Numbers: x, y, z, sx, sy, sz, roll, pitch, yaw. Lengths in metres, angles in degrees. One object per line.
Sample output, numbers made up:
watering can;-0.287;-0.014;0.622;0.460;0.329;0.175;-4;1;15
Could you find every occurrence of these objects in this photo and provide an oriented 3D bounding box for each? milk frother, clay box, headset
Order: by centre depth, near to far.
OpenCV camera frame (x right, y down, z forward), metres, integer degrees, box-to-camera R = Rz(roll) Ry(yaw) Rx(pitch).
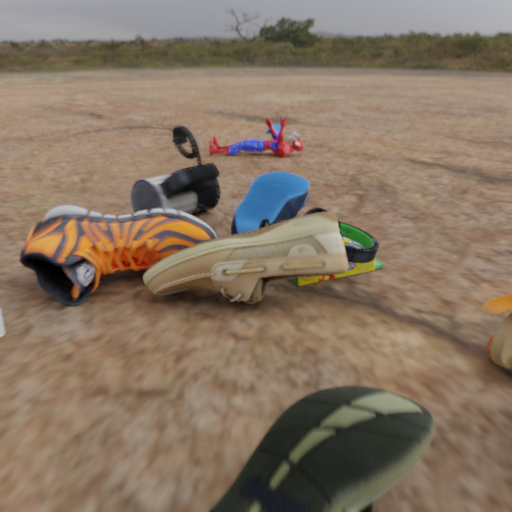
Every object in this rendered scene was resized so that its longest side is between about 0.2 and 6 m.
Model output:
headset;0.880;-0.195;8.179;1.768;0.831;1.092;13;23;-8
clay box;1.122;0.006;8.632;1.547;0.368;0.889;-11;27;-22
milk frother;-1.626;-1.534;10.597;1.481;1.421;1.574;-24;64;-45

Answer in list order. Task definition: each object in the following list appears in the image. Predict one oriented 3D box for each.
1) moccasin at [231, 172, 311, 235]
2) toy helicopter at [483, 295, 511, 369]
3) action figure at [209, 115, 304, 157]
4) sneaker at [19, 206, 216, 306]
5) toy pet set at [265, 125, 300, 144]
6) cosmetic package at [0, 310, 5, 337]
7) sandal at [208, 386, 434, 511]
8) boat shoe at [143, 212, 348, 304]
moccasin;0.148;-0.719;9.613;1.047;0.887;2.602;21;33;18
toy helicopter;2.998;0.511;5.911;1.546;1.023;0.610;-49;36;-3
action figure;0.046;-3.425;15.744;2.644;1.308;0.863;5;24;6
sneaker;-1.963;0.087;7.881;2.730;1.059;1.529;1;33;6
toy pet set;0.743;-3.861;17.610;0.967;0.550;1.036;-20;30;-40
cosmetic package;-3.448;0.771;6.577;0.673;0.560;0.563;7;24;13
sandal;0.319;1.827;4.021;2.530;0.722;1.005;-36;38;-30
boat shoe;-0.178;0.196;7.342;2.715;0.876;0.967;-16;-8;12
